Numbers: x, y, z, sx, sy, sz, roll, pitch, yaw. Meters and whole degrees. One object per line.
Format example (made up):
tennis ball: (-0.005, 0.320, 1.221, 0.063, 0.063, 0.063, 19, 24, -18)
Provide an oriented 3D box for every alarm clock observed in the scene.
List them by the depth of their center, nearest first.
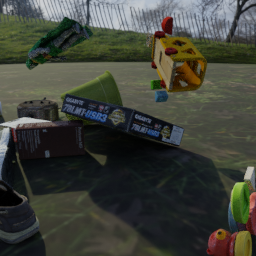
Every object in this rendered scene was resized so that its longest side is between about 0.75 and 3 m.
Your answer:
alarm clock: (-4.045, -0.694, 12.333, 1.787, 0.882, 2.650, 1, 20, 2)

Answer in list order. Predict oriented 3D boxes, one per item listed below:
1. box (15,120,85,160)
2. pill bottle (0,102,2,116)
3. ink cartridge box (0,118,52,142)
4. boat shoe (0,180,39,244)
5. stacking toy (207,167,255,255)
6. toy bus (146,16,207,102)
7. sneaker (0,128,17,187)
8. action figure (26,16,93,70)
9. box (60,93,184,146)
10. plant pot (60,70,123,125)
box: (-2.334, 0.346, 8.581, 1.974, 0.989, 0.740, -5, 17, -13)
pill bottle: (-6.537, -0.855, 13.001, 1.220, 0.697, 0.697, -8, 19, -26)
ink cartridge box: (-3.401, 0.125, 10.042, 2.266, 0.571, 1.235, 8, 19, 28)
boat shoe: (-2.546, 1.390, 5.442, 2.228, 0.817, 0.830, 11, 20, 31)
stacking toy: (1.761, 1.412, 4.721, 0.610, 1.307, 1.444, -3, 14, 34)
toy bus: (1.619, -2.319, 9.293, 1.372, 2.655, 2.506, -4, -3, -9)
sneaker: (-3.564, 0.718, 7.395, 1.099, 1.025, 2.772, -9, 19, -13)
action figure: (-2.880, -3.062, 10.808, 2.882, 0.788, 1.702, -24, -17, 24)
box: (-0.139, -0.227, 9.081, 2.947, 0.732, 2.925, 15, -3, 40)
plant pot: (-1.565, -1.016, 11.614, 2.161, 2.275, 2.275, -17, 21, -15)
